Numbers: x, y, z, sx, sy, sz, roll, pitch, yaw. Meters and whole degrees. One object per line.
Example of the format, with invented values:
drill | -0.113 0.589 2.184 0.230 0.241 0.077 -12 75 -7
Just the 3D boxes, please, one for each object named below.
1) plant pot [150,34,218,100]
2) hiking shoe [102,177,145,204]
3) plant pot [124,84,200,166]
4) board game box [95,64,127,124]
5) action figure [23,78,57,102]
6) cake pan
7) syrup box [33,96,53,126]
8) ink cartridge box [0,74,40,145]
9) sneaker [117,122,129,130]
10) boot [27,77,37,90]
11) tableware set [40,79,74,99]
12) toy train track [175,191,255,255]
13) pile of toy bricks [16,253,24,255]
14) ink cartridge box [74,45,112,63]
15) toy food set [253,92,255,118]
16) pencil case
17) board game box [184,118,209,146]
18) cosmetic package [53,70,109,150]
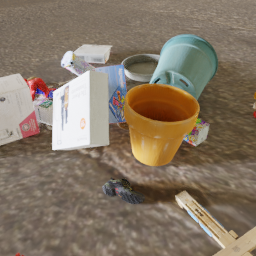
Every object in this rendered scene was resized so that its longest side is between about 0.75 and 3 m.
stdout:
plant pot | 2.043 -1.999 10.964 2.461 2.461 2.410 15 46 19
hiking shoe | -0.058 1.583 7.396 1.184 0.449 0.596 15 41 21
plant pot | 0.865 0.009 8.278 2.070 1.895 2.070 4 37 -3
board game box | -0.517 -1.125 9.437 1.005 1.953 0.190 -7 -5 1
action figure | -2.812 -0.939 10.611 2.862 1.417 0.934 23 24 -5
cake pan | 0.917 -2.938 13.642 2.450 0.449 2.450 -2 37 1
syrup box | -2.671 -0.543 10.160 1.712 0.697 0.674 17 38 21
ink cartridge box | -4.394 -0.399 8.906 2.610 1.912 1.080 -21 43 -25
sneaker | 0.205 -0.430 10.122 1.540 0.548 0.866 -10 40 -26
boot | -4.635 -1.875 12.271 1.188 0.449 1.357 24 42 10
tableware set | -2.780 -1.441 11.709 1.807 0.362 1.195 -24 43 -28
toy train track | 2.000 2.422 6.323 1.541 0.437 2.688 -23 36 -18
pile of toy bricks | -2.167 3.039 5.402 0.552 0.621 1.118 36 20 -15
ink cartridge box | -1.889 -4.118 15.446 1.781 0.551 2.196 5 27 8
toy food set | 5.110 -0.693 10.262 0.739 0.784 1.642 7 29 9
pencil case | -1.975 -2.567 12.034 0.816 0.747 1.798 24 -3 44
board game box | 2.023 -0.025 9.490 0.639 0.627 1.218 -29 45 -34
cosmetic package | -1.296 -0.330 7.248 0.586 1.710 2.268 2 -8 -35
